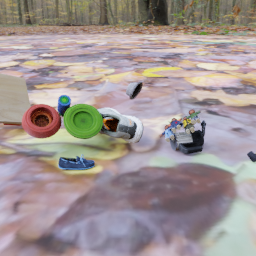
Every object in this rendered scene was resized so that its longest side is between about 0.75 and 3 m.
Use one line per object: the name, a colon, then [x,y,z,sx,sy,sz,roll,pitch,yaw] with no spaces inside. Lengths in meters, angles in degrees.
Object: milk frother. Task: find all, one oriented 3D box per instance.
milk frother: [1.517,0.181,6.951,0.751,0.799,0.721,-6,18,-12]

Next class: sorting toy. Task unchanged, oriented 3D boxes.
sorting toy: [-3.639,-0.779,8.040,0.530,1.514,1.523,-26,-17,33]
sorting toy: [-1.598,-0.146,6.899,1.864,0.765,1.120,5,63,-13]

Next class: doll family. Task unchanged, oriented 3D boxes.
doll family: [1.272,-0.071,6.865,1.139,0.447,0.659,-18,29,9]

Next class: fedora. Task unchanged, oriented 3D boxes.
fedora: [0.191,-1.480,10.717,0.369,0.723,0.818,30,60,17]

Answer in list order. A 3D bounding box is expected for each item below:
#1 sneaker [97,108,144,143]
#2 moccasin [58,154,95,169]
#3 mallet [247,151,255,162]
sneaker: [-0.542,-0.171,7.414,0.831,0.775,2.096,15,-1,-43]
moccasin: [-1.133,0.758,6.220,0.803,0.274,0.323,-1,13,-18]
mallet: [3.126,0.524,6.405,0.751,0.247,0.155,-31,-27,19]
